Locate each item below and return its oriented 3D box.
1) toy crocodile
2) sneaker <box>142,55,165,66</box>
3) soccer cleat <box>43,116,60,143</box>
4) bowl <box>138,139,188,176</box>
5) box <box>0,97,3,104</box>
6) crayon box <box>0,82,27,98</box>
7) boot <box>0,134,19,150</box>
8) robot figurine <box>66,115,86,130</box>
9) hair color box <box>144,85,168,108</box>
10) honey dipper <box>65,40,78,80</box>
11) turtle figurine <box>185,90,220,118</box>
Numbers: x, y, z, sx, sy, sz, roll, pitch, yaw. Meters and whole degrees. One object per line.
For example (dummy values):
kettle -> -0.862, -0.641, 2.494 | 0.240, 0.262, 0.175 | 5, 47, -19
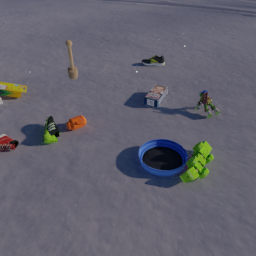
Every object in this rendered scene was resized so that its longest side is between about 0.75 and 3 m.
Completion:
toy crocodile -> 2.422, 1.141, 9.710 | 0.724, 0.663, 2.146 | 47, 42, -5
sneaker -> 1.560, -4.190, 17.170 | 1.438, 0.608, 0.535 | 4, 35, 6
soccer cleat -> -3.063, 0.080, 11.344 | 0.628, 0.523, 1.550 | 7, 37, -15
bowl -> 1.239, 1.047, 10.045 | 1.746, 0.343, 1.746 | 0, 35, 0
box -> -6.660, -1.627, 13.799 | 0.334, 0.358, 1.728 | -25, 43, -31
crayon box -> -5.789, -1.889, 13.886 | 1.433, 0.364, 0.910 | 7, 27, -19
boot -> -4.760, 0.724, 10.434 | 0.904, 0.454, 1.253 | 20, 37, 23
robot figurine -> -2.115, -0.222, 11.686 | 0.880, 0.633, 0.513 | -23, 70, -30
hair color box -> 1.374, -1.574, 13.645 | 0.722, 0.437, 1.444 | 16, 38, 21
honey dipper -> -1.995, -2.398, 9.913 | 0.372, 1.957, 0.372 | 3, 66, -6
turtle figurine -> 3.530, -0.960, 12.768 | 0.908, 1.262, 1.223 | 2, 49, -38
